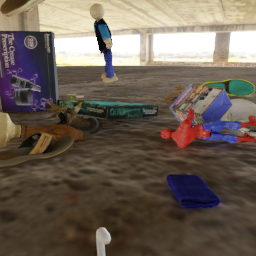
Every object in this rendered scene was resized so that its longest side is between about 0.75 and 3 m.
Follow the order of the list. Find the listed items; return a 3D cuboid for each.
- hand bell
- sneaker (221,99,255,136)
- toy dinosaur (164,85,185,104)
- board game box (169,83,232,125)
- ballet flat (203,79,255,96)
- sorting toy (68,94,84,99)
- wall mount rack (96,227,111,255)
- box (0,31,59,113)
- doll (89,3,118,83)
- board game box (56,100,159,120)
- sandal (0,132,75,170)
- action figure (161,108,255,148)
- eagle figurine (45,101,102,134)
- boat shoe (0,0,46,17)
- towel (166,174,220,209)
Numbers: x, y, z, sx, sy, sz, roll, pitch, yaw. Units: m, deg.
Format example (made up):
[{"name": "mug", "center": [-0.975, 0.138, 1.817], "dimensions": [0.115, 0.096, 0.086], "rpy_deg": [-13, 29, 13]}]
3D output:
[{"name": "hand bell", "center": [-2.388, 0.074, 6.604], "dimensions": [2.747, 1.430, 1.430], "rpy_deg": [5, 10, -33]}, {"name": "sneaker", "center": [3.299, -0.232, 7.961], "dimensions": [1.008, 0.857, 2.278], "rpy_deg": [-21, 24, -24]}, {"name": "toy dinosaur", "center": [2.700, -1.340, 12.477], "dimensions": [2.449, 0.740, 1.301], "rpy_deg": [-9, 41, -10]}, {"name": "board game box", "center": [2.208, -0.680, 8.616], "dimensions": [1.130, 0.687, 1.418], "rpy_deg": [-47, 32, -11]}, {"name": "ballet flat", "center": [5.222, -2.156, 14.726], "dimensions": [2.621, 0.876, 0.878], "rpy_deg": [3, 15, 18]}, {"name": "sorting toy", "center": [-2.700, -1.582, 13.991], "dimensions": [0.630, 0.126, 0.853], "rpy_deg": [15, 17, 30]}, {"name": "wall mount rack", "center": [-0.479, 1.447, 1.745], "dimensions": [2.054, 0.766, 1.785], "rpy_deg": [-7, 17, -21]}, {"name": "box", "center": [-3.806, -2.163, 10.767], "dimensions": [2.083, 2.951, 1.164], "rpy_deg": [-4, 16, -11]}, {"name": "doll", "center": [-0.659, -2.369, 7.843], "dimensions": [0.506, 2.087, 1.424], "rpy_deg": [-13, 28, -8]}, {"name": "board game box", "center": [-0.559, -0.640, 9.178], "dimensions": [1.995, 0.415, 2.949], "rpy_deg": [10, 9, 32]}, {"name": "sandal", "center": [-2.041, 0.381, 6.054], "dimensions": [1.955, 0.534, 0.799], "rpy_deg": [-11, 19, -35]}, {"name": "action figure", "center": [1.877, -0.043, 7.107], "dimensions": [2.446, 0.798, 1.210], "rpy_deg": [-4, 26, -17]}, {"name": "eagle figurine", "center": [-1.530, -0.231, 7.884], "dimensions": [1.073, 1.421, 1.078], "rpy_deg": [-31, 51, 9]}, {"name": "boat shoe", "center": [-3.362, -4.113, 9.271], "dimensions": [1.739, 0.561, 0.620], "rpy_deg": [-38, 72, -15]}, {"name": "towel", "center": [1.001, 1.005, 4.469], "dimensions": [0.633, 0.212, 0.858], "rpy_deg": [5, 14, -8]}]
